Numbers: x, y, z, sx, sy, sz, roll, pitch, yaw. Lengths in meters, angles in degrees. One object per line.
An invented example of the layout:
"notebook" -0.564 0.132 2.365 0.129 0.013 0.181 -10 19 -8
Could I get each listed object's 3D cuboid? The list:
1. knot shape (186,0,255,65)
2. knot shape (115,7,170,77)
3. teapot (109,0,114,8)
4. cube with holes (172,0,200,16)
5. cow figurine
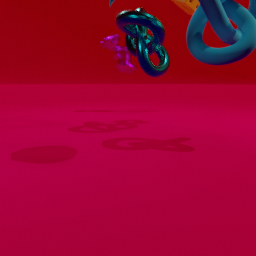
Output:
"knot shape" 1.813 -2.066 5.025 1.736 1.855 0.857 -17 -4 -25
"knot shape" 0.349 -2.327 7.170 0.883 1.910 1.788 -31 42 4
"teapot" 0.079 -2.713 3.941 0.961 1.963 1.221 4 12 -2
"cube with holes" 1.819 -3.609 7.582 0.829 0.829 0.829 21 19 -35
"cow figurine" -0.370 -2.882 10.931 1.441 1.464 0.804 3 -10 -31
